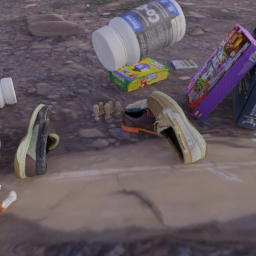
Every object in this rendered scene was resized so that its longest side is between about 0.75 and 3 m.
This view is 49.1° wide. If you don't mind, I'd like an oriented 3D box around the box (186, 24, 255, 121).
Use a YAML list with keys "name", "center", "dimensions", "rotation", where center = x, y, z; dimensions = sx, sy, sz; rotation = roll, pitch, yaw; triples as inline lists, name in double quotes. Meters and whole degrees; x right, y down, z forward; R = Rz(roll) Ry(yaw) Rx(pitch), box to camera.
- name: "box"
  center: [2.954, -1.791, 9.056]
  dimensions: [0.539, 2.759, 1.888]
  rotation: [28, 34, -13]

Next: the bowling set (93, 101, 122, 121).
- name: "bowling set"
  center: [-0.700, -0.609, 9.356]
  dimensions: [0.975, 0.524, 0.679]
  rotation: [-5, 18, -5]

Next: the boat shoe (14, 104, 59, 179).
- name: "boat shoe"
  center: [-2.349, 0.326, 7.692]
  dimensions: [0.884, 0.961, 2.690]
  rotation: [7, 37, -7]

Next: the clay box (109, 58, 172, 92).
- name: "clay box"
  center: [0.546, -2.280, 11.446]
  dimensions: [2.341, 0.557, 1.345]
  rotation: [-25, 44, -29]

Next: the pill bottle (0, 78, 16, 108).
- name: "pill bottle"
  center: [-4.824, -1.109, 9.430]
  dimensions: [1.875, 1.066, 1.066]
  rotation: [-14, 39, -19]

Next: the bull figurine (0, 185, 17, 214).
- name: "bull figurine"
  center: [-3.895, 1.460, 6.083]
  dimensions: [2.793, 0.910, 1.696]
  rotation: [18, 40, 23]

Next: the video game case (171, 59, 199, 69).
- name: "video game case"
  center: [2.560, -2.894, 12.680]
  dimensions: [1.064, 0.095, 0.762]
  rotation: [-5, 36, -7]

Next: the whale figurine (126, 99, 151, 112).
- name: "whale figurine"
  center: [0.562, -0.609, 9.178]
  dimensions: [1.214, 0.630, 0.965]
  rotation: [-7, 11, 9]

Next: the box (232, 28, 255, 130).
- name: "box"
  center: [4.179, -1.694, 9.154]
  dimensions: [0.745, 2.303, 2.921]
  rotation: [15, 39, 7]

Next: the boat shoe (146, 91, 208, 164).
- name: "boat shoe"
  center: [1.176, -0.067, 7.858]
  dimensions: [0.822, 0.917, 2.477]
  rotation: [-25, 58, -19]

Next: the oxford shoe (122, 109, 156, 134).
- name: "oxford shoe"
  center: [0.686, -0.232, 8.598]
  dimensions: [1.773, 0.643, 0.631]
  rotation: [-1, 36, -1]

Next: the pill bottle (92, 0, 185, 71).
- name: "pill bottle"
  center: [0.328, -2.922, 8.789]
  dimensions: [2.685, 1.528, 1.528]
  rotation: [-32, 46, -19]
